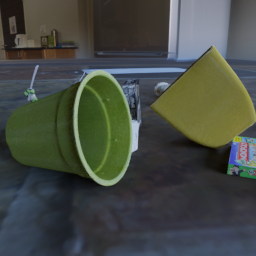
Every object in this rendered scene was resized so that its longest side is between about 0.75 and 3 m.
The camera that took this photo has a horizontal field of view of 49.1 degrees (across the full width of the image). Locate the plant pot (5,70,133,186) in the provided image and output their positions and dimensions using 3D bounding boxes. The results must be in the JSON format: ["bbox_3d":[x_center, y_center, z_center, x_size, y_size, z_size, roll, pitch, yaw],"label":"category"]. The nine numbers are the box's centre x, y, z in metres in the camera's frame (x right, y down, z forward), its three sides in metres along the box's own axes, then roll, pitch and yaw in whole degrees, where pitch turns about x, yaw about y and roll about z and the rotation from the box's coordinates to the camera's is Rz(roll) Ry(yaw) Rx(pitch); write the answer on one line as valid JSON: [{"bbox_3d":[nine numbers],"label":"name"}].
[{"bbox_3d":[-1.502,0.103,6.797,2.437,2.566,2.566,-6,14,26],"label":"plant pot"}]

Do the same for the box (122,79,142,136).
[{"bbox_3d":[0.160,-0.736,9.740,0.444,1.786,1.408,-2,17,8],"label":"box"}]

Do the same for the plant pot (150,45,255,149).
[{"bbox_3d":[2.510,-0.802,8.642,2.430,2.360,2.376,46,24,-2],"label":"plant pot"}]

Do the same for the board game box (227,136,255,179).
[{"bbox_3d":[3.513,0.770,7.467,1.491,0.323,2.216,8,19,21],"label":"board game box"}]

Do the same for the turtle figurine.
[{"bbox_3d":[-2.977,-0.990,10.164,1.720,2.389,2.317,27,37,-17],"label":"turtle figurine"}]

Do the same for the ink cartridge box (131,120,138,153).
[{"bbox_3d":[-0.358,0.176,8.342,1.260,0.911,0.533,11,21,32],"label":"ink cartridge box"}]

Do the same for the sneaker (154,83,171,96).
[{"bbox_3d":[2.825,-2.142,15.888,2.515,0.952,1.157,-13,28,-16],"label":"sneaker"}]
